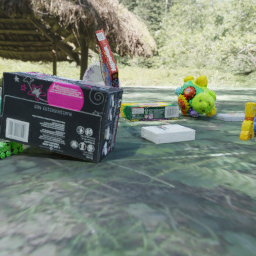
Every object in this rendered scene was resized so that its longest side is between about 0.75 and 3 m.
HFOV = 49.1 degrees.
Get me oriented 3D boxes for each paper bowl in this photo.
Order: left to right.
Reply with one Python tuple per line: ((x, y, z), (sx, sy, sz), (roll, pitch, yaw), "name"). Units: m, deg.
((-1.367, -2.195, 15.162), (1.316, 2.531, 2.531), (2, 7, -39), "paper bowl")

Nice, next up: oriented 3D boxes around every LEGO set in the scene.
((4.123, -0.250, 8.681), (1.025, 1.103, 2.688), (7, 13, 36), "LEGO set")

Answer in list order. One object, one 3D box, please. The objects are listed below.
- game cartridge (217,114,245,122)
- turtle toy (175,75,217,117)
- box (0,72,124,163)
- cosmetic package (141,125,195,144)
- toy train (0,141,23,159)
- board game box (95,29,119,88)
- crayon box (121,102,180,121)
((4.650, -0.452, 12.132), (1.320, 0.270, 0.878), (-2, 15, -9), "game cartridge")
((3.118, -1.305, 12.874), (1.378, 1.987, 2.727), (-26, 17, -14), "turtle toy")
((-1.573, -0.357, 6.886), (2.555, 1.688, 1.466), (12, 14, 11), "box")
((1.212, 0.168, 8.561), (1.323, 0.342, 0.998), (-5, 14, -23), "cosmetic package")
((-2.960, 0.517, 6.636), (0.263, 0.356, 1.261), (5, 11, 19), "toy train")
((-0.626, -1.782, 9.108), (0.266, 1.408, 2.735), (-18, -15, -6), "board game box")
((0.942, -0.800, 12.804), (2.214, 0.645, 1.910), (-3, 11, -15), "crayon box")
